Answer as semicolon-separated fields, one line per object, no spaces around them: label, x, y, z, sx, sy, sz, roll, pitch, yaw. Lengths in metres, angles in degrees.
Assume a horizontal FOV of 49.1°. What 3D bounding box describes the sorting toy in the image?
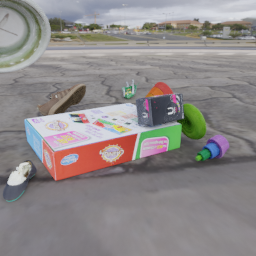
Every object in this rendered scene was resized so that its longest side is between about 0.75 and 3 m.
sorting toy;1.050;-0.100;6.346;0.866;0.872;2.515;-25;51;-23

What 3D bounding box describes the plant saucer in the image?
plant saucer;-2.571;-1.975;5.675;1.913;1.913;0.480;-11;58;-28

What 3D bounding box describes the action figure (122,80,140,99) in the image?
action figure;0.061;-1.531;11.265;0.809;0.375;1.370;-19;29;15

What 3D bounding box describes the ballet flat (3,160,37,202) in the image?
ballet flat;-1.861;0.839;4.801;0.369;0.369;1.011;1;20;3

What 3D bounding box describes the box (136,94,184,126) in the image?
box;0.701;-0.412;6.048;0.948;0.579;0.503;-13;10;-34

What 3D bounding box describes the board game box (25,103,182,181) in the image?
board game box;-0.620;0.115;6.487;2.938;0.592;2.248;-11;22;-29

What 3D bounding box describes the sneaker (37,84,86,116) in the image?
sneaker;-1.959;-0.930;8.414;0.678;0.632;1.795;24;41;14
